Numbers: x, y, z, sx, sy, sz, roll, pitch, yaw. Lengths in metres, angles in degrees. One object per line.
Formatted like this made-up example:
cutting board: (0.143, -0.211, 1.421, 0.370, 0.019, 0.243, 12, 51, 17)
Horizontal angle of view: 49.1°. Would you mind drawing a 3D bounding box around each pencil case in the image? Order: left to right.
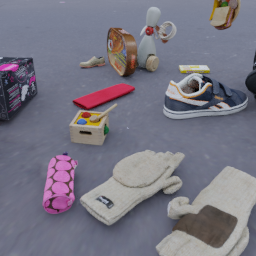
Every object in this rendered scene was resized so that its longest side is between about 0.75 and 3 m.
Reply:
pencil case: (-1.331, 1.085, 5.608, 0.610, 0.591, 1.303, 4, 32, -11)

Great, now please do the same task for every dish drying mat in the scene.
dish drying mat: (-0.779, -1.105, 9.576, 2.148, 0.195, 0.825, -28, 40, -36)

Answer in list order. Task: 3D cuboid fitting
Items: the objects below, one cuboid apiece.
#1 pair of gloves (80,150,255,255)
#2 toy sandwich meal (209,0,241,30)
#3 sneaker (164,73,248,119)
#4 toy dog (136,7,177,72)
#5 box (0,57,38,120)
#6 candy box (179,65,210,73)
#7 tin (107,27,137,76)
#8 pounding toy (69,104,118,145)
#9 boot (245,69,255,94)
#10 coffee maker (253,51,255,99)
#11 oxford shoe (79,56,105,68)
pair of gloves: (0.859, 1.335, 5.259, 2.819, 0.494, 2.397, 18, 39, 32)
toy sandwich meal: (2.863, -3.518, 8.418, 0.379, 1.107, 1.107, 2, 26, -34)
sneaker: (2.501, -1.041, 8.583, 2.868, 1.139, 1.125, -9, 31, -18)
toy dog: (1.029, -3.595, 11.910, 1.699, 2.577, 1.241, 43, 28, 16)
box: (-3.994, -1.302, 8.646, 1.543, 1.340, 2.336, 2, 25, 3)
candy box: (2.806, -2.500, 11.897, 1.205, 0.159, 0.616, 0, 34, 1)
tin: (-0.294, -3.216, 11.721, 0.607, 1.622, 2.897, -3, 31, -20)
pounding toy: (-0.878, -0.139, 7.420, 1.060, 0.754, 0.976, 5, 32, 8)
boot: (4.134, -0.398, 7.348, 2.444, 0.973, 2.965, 6, 51, 32)
coffee maker: (5.731, -2.018, 9.153, 2.860, 1.926, 2.747, 6, 28, 32)
oxford shoe: (-1.586, -2.940, 12.360, 1.172, 0.433, 0.415, -15, 34, -23)
